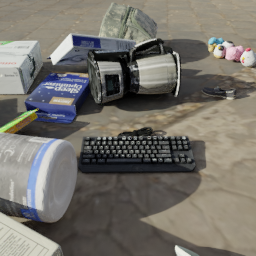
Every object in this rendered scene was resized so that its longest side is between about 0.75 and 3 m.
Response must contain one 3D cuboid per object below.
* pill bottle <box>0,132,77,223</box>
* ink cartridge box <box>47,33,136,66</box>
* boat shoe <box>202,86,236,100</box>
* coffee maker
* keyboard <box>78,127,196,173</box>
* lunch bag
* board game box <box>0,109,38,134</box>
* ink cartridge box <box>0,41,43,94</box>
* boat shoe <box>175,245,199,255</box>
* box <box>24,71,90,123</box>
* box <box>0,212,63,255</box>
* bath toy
[{"bbox_3d":[-2.414,0.815,5.213,2.609,1.484,1.484,6,36,9],"label":"pill bottle"},{"bbox_3d":[-1.309,-2.486,9.678,2.391,0.486,2.395,-6,-3,-33],"label":"ink cartridge box"},{"bbox_3d":[2.937,-1.212,9.041,1.079,0.338,0.392,16,38,21],"label":"boat shoe"},{"bbox_3d":[0.054,-1.651,8.825,2.555,1.721,2.454,-8,3,-12],"label":"coffee maker"},{"bbox_3d":[0.192,0.438,6.753,2.610,0.335,1.567,0,35,-1],"label":"keyboard"},{"bbox_3d":[0.082,-3.870,11.611,2.245,1.865,2.676,15,36,-4],"label":"lunch bag"},{"bbox_3d":[-2.994,0.041,6.987,0.789,0.248,1.651,-4,32,47],"label":"board game box"},{"bbox_3d":[-4.183,-2.159,9.777,1.793,1.016,2.446,0,35,0],"label":"ink cartridge box"},{"bbox_3d":[0.933,2.067,4.093,0.365,0.372,1.045,26,-6,-15],"label":"boat shoe"},{"bbox_3d":[-2.104,-1.053,8.777,1.562,0.418,2.579,5,37,8],"label":"box"},{"bbox_3d":[-2.081,1.997,3.805,2.146,1.169,1.372,17,40,23],"label":"box"},{"bbox_3d":[4.217,-3.088,11.309,0.931,0.791,2.140,-45,45,-1],"label":"bath toy"}]
